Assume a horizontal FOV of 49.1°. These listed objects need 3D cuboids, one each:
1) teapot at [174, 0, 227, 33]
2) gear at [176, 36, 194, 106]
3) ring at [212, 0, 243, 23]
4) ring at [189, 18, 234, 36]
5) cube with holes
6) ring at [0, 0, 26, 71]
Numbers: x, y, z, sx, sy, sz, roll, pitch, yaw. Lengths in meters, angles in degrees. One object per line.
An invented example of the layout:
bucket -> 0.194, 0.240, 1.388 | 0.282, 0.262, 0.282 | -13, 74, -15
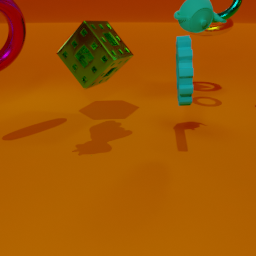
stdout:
teapot -> 1.424, -2.227, 5.607 | 1.162, 0.722, 0.569 | -6, 48, -21
gear -> 1.138, -1.150, 5.726 | 0.253, 1.370, 1.370 | -2, 22, 8
ring -> 2.471, -3.376, 7.565 | 1.177, 1.177, 0.235 | 16, -9, 34
ring -> 2.996, -3.738, 10.244 | 1.631, 0.326, 1.631 | -7, 34, 5
cube with holes -> -0.893, -2.070, 7.885 | 1.267, 1.267, 1.267 | -38, 0, 31
ring -> -2.937, -1.905, 5.748 | 0.371, 1.856, 1.856 | 37, 38, 22
